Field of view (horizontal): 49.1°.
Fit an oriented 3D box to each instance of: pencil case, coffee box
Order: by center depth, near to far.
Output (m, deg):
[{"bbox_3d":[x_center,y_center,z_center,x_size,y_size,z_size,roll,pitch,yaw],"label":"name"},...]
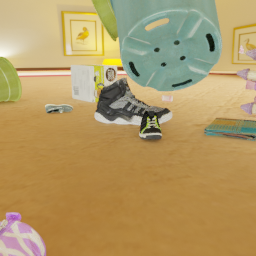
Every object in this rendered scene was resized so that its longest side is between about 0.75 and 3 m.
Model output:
[{"bbox_3d":[-1.206,1.288,2.121,0.635,0.646,1.512,0,15,11],"label":"pencil case"},{"bbox_3d":[-1.681,-2.304,14.120,1.694,1.710,1.713,-13,19,-41],"label":"coffee box"}]

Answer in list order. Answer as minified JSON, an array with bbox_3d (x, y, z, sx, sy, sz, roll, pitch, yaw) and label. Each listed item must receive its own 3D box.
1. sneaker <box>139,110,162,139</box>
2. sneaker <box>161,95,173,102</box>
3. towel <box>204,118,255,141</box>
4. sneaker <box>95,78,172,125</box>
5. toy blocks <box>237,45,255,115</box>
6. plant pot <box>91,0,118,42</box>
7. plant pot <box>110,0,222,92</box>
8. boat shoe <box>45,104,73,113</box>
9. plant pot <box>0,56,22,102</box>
[{"bbox_3d":[0.572,-0.136,7.695,0.578,0.668,1.613,-1,14,-4],"label":"sneaker"},{"bbox_3d":[1.879,-1.443,13.623,0.429,0.309,0.820,0,8,-12],"label":"sneaker"},{"bbox_3d":[3.131,-0.014,8.219,1.434,0.212,1.955,7,14,25],"label":"towel"},{"bbox_3d":[0.157,-0.885,9.042,2.561,1.457,0.966,2,14,8],"label":"sneaker"},{"bbox_3d":[5.199,-1.777,10.531,2.222,2.467,2.640,15,23,32],"label":"toy blocks"},{"bbox_3d":[-0.065,-3.898,8.768,1.683,1.772,1.772,-23,10,13],"label":"plant pot"},{"bbox_3d":[0.780,-2.267,5.864,2.521,2.521,2.469,0,52,1],"label":"plant pot"},{"bbox_3d":[-2.660,-0.696,10.861,1.065,0.388,0.329,2,56,-20],"label":"boat shoe"},{"bbox_3d":[-6.305,-1.911,12.553,2.186,2.186,2.076,11,29,37],"label":"plant pot"}]
